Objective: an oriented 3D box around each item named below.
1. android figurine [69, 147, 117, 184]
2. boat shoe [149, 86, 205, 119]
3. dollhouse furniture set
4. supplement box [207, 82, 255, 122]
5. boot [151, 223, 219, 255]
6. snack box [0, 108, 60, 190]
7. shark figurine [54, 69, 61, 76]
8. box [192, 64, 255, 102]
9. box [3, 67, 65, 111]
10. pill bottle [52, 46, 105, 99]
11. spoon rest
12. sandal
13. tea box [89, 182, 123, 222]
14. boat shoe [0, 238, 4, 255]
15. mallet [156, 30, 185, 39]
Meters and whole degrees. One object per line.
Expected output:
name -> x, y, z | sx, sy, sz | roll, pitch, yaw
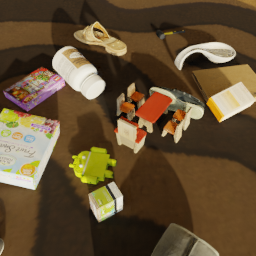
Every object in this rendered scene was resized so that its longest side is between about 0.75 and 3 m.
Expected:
android figurine -> -1.086, 1.147, 8.694 | 1.426, 0.293, 1.298 | 10, 49, 7
boat shoe -> 1.850, -1.090, 10.361 | 2.128, 0.795, 0.706 | 23, 51, 18
dollhouse furniture set -> 0.635, -0.427, 9.440 | 2.446, 1.260, 2.419 | 26, 53, 22
supplement box -> 3.690, -0.941, 10.095 | 1.389, 0.511, 0.876 | -26, 70, -7
boot -> 1.168, 3.769, 6.017 | 2.495, 0.996, 2.744 | 36, 50, 25
snack box -> -3.398, 0.586, 8.724 | 1.916, 0.769, 2.272 | 12, 50, -1
shark figurine -> -2.736, -2.377, 11.755 | 1.112, 0.464, 0.664 | 12, 50, 13
box -> 4.118, -1.758, 11.304 | 2.536, 0.270, 2.073 | -9, 49, -7
box -> -3.672, -1.597, 11.076 | 1.343, 0.384, 1.963 | 29, 54, 24
pill bottle -> -1.887, -2.125, 10.907 | 1.180, 1.180, 2.064 | -34, 69, -27
spoon rest -> 3.430, -3.265, 12.294 | 2.752, 0.834, 1.367 | -16, 50, -12
sandal -> -1.334, -4.490, 13.250 | 3.109, 1.023, 1.140 | 31, 55, 25
tea box -> -0.591, 2.002, 7.574 | 0.779, 0.792, 0.529 | -23, 52, -19
boat shoe -> -4.007, 3.340, 6.468 | 2.273, 0.648, 0.760 | -35, 57, -27
mallet -> 2.185, -4.705, 13.977 | 1.541, 0.317, 0.508 | -8, 48, -12
